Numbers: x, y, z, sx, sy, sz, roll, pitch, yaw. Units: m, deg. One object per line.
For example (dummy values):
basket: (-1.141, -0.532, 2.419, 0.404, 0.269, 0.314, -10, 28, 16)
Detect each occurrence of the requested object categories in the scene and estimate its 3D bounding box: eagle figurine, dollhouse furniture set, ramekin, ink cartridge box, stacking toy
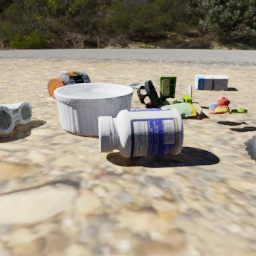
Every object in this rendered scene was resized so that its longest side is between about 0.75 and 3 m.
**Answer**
eagle figurine: (3.192, 0.324, 5.122, 1.211, 1.205, 1.597, 34, -34, -26)
dollhouse furniture set: (1.517, -1.039, 8.901, 1.185, 0.915, 2.371, -1, 19, -2)
ramekin: (-0.854, -0.527, 7.282, 2.003, 0.977, 2.003, 0, 19, 0)
ink cartridge box: (3.676, -2.022, 12.383, 1.299, 0.548, 0.948, 2, 19, 7)
stacking toy: (2.606, -0.582, 7.341, 0.865, 0.404, 0.956, 1, -1, -3)

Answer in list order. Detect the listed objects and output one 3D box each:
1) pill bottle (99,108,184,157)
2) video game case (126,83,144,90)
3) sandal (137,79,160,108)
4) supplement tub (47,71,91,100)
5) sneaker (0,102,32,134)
pill bottle: (0.217, 0.098, 5.496, 1.557, 0.932, 0.932, -2, 19, -6)
video game case: (0.447, -1.907, 12.748, 0.882, 0.113, 0.970, 9, 21, 23)
sandal: (0.681, -1.113, 9.516, 0.595, 0.935, 2.486, -24, 8, 10)
supplement tub: (-2.166, -1.571, 10.380, 0.985, 0.985, 1.608, 8, 20, 23)
sneaker: (-3.276, -0.245, 7.111, 0.919, 0.721, 1.850, -2, 9, 14)
